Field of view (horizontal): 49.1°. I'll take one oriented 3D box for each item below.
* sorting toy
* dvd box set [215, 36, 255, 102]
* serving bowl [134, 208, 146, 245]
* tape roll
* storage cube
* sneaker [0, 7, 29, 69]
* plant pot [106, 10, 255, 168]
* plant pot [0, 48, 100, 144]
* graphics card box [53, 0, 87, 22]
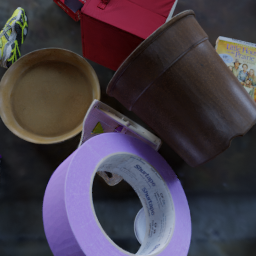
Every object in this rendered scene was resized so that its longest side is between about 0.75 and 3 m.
[{"bbox_3d":[-0.446,0.501,7.182,1.941,1.037,1.748,32,93,-6],"label":"sorting toy"},{"bbox_3d":[3.132,-1.495,7.981,1.530,0.307,2.091,14,76,2],"label":"dvd box set"},{"bbox_3d":[0.715,2.437,6.894,1.130,0.372,1.130,0,67,1],"label":"serving bowl"},{"bbox_3d":[-0.115,1.600,5.631,2.953,0.969,2.953,24,46,-28],"label":"tape roll"},{"bbox_3d":[0.002,-2.665,7.400,1.883,2.094,1.790,24,70,3],"label":"storage cube"},{"bbox_3d":[-3.437,-2.676,8.090,0.734,0.724,1.921,11,74,2],"label":"sneaker"},{"bbox_3d":[1.420,-0.749,6.674,2.766,2.766,2.738,-41,85,-10],"label":"plant pot"},{"bbox_3d":[-2.158,-0.890,7.797,2.807,0.386,2.807,0,75,-1],"label":"plant pot"},{"bbox_3d":[-1.346,-4.268,8.642,1.120,0.454,1.784,44,79,11],"label":"graphics card box"}]
